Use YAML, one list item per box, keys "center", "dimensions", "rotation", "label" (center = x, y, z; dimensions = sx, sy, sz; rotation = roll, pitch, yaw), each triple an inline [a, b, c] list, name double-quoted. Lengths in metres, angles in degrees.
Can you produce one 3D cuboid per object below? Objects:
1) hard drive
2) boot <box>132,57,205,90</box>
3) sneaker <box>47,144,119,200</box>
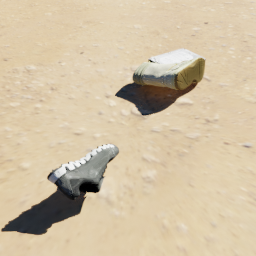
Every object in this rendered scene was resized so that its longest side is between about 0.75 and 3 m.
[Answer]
- center: [1.805, -2.444, 10.352]
  dimensions: [1.784, 0.338, 1.247]
  rotation: [-22, 43, -27]
  label: "hard drive"
- center: [1.386, -1.823, 9.079]
  dimensions: [1.748, 0.815, 2.261]
  rotation: [11, 28, 35]
  label: "boot"
- center: [-0.694, 0.883, 5.530]
  dimensions: [1.718, 0.571, 0.778]
  rotation: [-24, 70, -47]
  label: "sneaker"
